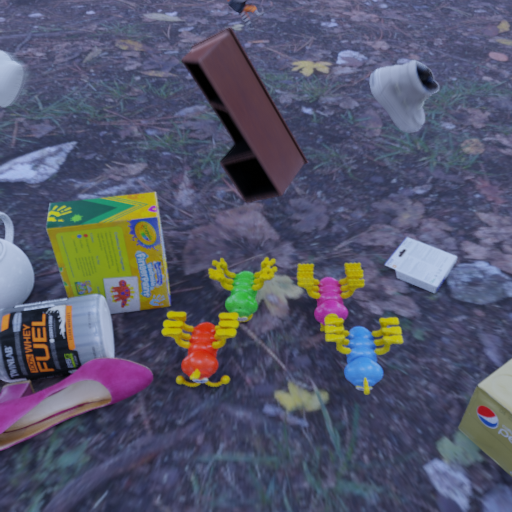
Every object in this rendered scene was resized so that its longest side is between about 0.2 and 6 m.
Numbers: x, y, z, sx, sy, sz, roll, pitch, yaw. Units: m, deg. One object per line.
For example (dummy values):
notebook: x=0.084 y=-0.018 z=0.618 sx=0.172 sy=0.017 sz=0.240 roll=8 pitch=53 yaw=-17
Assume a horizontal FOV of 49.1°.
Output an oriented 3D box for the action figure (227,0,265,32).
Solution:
action figure: x=-0.290 y=-5.741 z=12.744 sx=0.999 sy=1.032 sz=0.540 roll=44 pitch=69 yaw=-6

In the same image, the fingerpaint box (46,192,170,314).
fingerpaint box: x=-2.455 y=0.016 z=9.662 sx=1.746 sy=2.093 sz=0.768 roll=-7 pitch=42 yaw=-7

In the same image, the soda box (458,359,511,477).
soda box: x=4.791 y=1.784 z=8.387 sx=3.618 sy=1.158 sz=1.225 roll=-26 pitch=47 yaw=-25

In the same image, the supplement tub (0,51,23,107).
supplement tub: x=-3.970 y=-2.642 z=7.912 sx=1.074 sy=0.777 sz=0.777 roll=25 pitch=42 yaw=-8

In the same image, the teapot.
teapot: x=-4.926 y=0.203 z=10.069 sx=1.736 sy=1.284 sz=1.759 roll=-28 pitch=48 yaw=-28

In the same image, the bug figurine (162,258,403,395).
bug figurine: x=0.458 y=1.133 z=9.298 sx=3.674 sy=0.945 sz=2.849 roll=2 pitch=35 yaw=8

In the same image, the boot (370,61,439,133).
boot: x=2.674 y=-2.636 z=9.405 sx=0.847 sy=1.772 sz=0.652 roll=-5 pitch=75 yaw=38

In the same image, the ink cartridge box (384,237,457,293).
ink cartridge box: x=3.198 y=0.165 z=10.910 sx=1.079 sy=0.234 sz=1.060 roll=24 pitch=47 yaw=28

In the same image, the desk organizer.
desk organizer: x=-0.293 y=-2.244 z=9.352 sx=0.946 sy=2.639 sz=1.016 roll=-6 pitch=39 yaw=42

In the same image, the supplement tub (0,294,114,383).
supplement tub: x=-3.329 y=1.324 z=8.872 sx=1.972 sy=1.208 sz=1.208 roll=-9 pitch=42 yaw=-8

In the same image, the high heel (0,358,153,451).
high heel: x=-2.733 y=2.194 z=8.084 sx=2.453 sy=0.826 sz=1.177 roll=-6 pitch=32 yaw=0
